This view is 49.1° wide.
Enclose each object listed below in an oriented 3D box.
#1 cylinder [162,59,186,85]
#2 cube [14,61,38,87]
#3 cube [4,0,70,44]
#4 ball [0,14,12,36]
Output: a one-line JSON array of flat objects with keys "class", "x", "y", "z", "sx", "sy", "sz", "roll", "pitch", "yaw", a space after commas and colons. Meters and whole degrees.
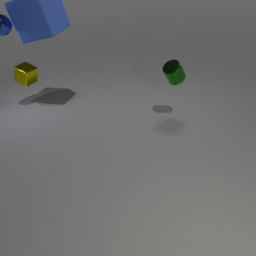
[{"class": "cylinder", "x": 1.736, "y": -2.084, "z": 10.517, "sx": 0.700, "sy": 0.700, "sz": 0.700, "roll": -15, "pitch": 54, "yaw": 22}, {"class": "cube", "x": -4.373, "y": -2.303, "z": 12.000, "sx": 0.700, "sy": 0.700, "sz": 0.700, "roll": 28, "pitch": 42, "yaw": 13}, {"class": "cube", "x": -3.171, "y": -4.028, "z": 10.008, "sx": 1.400, "sy": 1.400, "sz": 1.400, "roll": -4, "pitch": 34, "yaw": 22}, {"class": "ball", "x": -4.336, "y": -3.518, "z": 9.579, "sx": 0.700, "sy": 0.700, "sz": 0.700, "roll": 0, "pitch": 30, "yaw": 0}]
